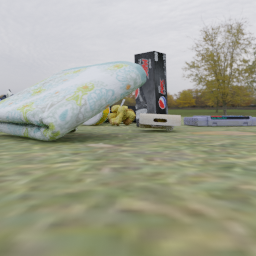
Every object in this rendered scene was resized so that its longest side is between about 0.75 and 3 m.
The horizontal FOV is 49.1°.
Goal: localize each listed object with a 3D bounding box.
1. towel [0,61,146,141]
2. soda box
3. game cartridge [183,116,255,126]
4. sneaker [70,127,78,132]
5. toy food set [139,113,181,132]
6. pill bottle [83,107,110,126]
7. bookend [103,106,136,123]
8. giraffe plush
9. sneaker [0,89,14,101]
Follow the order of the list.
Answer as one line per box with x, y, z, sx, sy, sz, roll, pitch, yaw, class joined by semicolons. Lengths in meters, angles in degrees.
-1.428;-0.629;6.095;2.970;0.715;2.543;4;34;43;towel
0.847;-1.380;10.251;0.947;2.676;0.847;0;4;39;soda box
3.884;-0.309;11.754;2.667;0.512;1.729;0;-1;-8;game cartridge
-1.837;-0.007;7.207;1.127;0.434;0.462;7;37;22;sneaker
0.857;-0.097;7.966;1.089;0.458;1.518;3;-5;2;toy food set
-1.493;-0.757;12.431;1.227;1.227;2.209;0;3;8;pill bottle
-0.601;-0.681;14.368;1.971;0.914;1.984;-3;5;-27;bookend
-0.133;-0.509;11.781;0.954;1.176;1.015;28;16;-38;giraffe plush
-5.451;-1.047;13.821;2.601;1.693;1.038;-2;4;-40;sneaker
